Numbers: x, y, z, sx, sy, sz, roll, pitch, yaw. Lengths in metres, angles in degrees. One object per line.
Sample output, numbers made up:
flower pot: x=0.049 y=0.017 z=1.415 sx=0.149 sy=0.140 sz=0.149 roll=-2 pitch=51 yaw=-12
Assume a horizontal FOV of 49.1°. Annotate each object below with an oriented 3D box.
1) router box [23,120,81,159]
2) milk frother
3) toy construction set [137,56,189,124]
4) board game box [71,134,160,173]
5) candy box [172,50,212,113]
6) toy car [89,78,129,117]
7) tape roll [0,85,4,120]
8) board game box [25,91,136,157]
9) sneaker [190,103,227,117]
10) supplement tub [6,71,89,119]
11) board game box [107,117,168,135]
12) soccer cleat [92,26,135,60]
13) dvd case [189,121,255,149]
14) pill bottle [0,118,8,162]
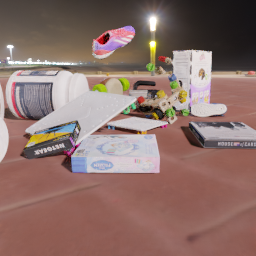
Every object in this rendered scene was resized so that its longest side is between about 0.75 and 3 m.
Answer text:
router box: x=-1.939 y=0.292 z=7.312 sx=1.295 sy=0.331 sz=0.966 roll=-15 pitch=28 yaw=10
milk frother: x=0.961 y=-1.568 z=15.189 sx=1.636 sy=1.570 sz=1.739 roll=2 pitch=-30 yaw=7
toy construction set: x=1.647 y=-1.462 z=11.482 sx=2.285 sy=2.739 sz=2.105 roll=-11 pitch=20 yaw=-11
board game box: x=-0.237 y=0.588 z=7.043 sx=1.944 sy=0.424 sz=1.954 roll=-1 pitch=13 yaw=3
candy box: x=3.301 y=-2.441 z=14.400 sx=1.059 sy=2.961 sz=2.484 roll=8 pitch=15 yaw=38
toy car: x=-1.333 y=-1.484 z=12.771 sx=2.230 sy=1.759 sz=1.832 roll=15 pitch=27 yaw=36
tape roll: x=-5.197 y=-0.790 z=9.450 sx=1.397 sy=2.034 sz=2.034 roll=-1 pitch=13 yaw=-6
board game box: x=-1.481 y=-0.287 z=8.721 sx=2.691 sy=0.348 sz=2.692 roll=-38 pitch=33 yaw=-29
sneaker: x=3.727 y=-0.835 z=12.946 sx=1.622 sy=0.654 sz=1.188 roll=-1 pitch=2 yaw=18
supplement tub: x=-3.329 y=-1.382 z=11.850 sx=2.949 sy=2.069 sz=2.069 roll=2 pitch=13 yaw=9
board game box: x=0.367 y=-0.098 z=10.471 sx=1.669 sy=0.216 sz=1.669 roll=10 pitch=16 yaw=38
soccer cleat: x=-0.610 y=-4.213 z=13.085 sx=0.887 sy=0.952 sz=2.600 roll=39 pitch=64 yaw=23
dvd case: x=3.152 y=0.172 z=9.099 sx=1.930 sy=0.318 sz=2.568 roll=1 pitch=13 yaw=2
pill bottle: x=-4.206 y=0.217 z=6.013 sx=2.916 sy=1.639 sz=1.639 roll=3 pitch=13 yaw=12
